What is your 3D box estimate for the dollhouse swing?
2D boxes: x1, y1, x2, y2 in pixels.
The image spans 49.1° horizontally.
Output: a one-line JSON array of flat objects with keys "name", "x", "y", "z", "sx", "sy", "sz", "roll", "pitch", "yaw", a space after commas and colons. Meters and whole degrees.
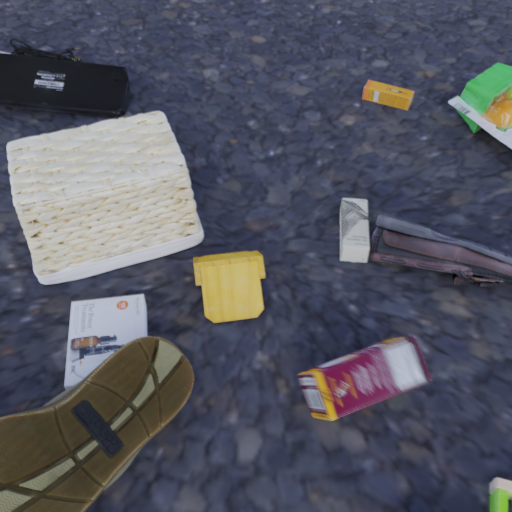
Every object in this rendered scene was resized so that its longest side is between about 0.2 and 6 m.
[{"name": "dollhouse swing", "x": -0.360, "y": 0.417, "z": 7.832, "sx": 0.943, "sy": 0.829, "sz": 0.857, "roll": -7, "pitch": 7, "yaw": -6}]

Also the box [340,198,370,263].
[{"name": "box", "x": 1.473, "y": -0.395, "z": 8.426, "sx": 0.422, "sy": 0.351, "sz": 1.027, "roll": 3, "pitch": 49, "yaw": 3}]

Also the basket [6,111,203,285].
[{"name": "basket", "x": -2.168, "y": -0.908, "z": 8.090, "sx": 2.484, "sy": 1.532, "sz": 1.683, "roll": -15, "pitch": 51, "yaw": -14}]

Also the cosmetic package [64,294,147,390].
[{"name": "cosmetic package", "x": -1.876, "y": 1.112, "z": 7.116, "sx": 0.961, "sy": 0.329, "sz": 1.275, "roll": -5, "pitch": 49, "yaw": -8}]

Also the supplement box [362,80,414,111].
[{"name": "supplement box", "x": 2.556, "y": -3.118, "z": 10.871, "sx": 0.925, "sy": 0.318, "sz": 0.308, "roll": 19, "pitch": 52, "yaw": 18}]

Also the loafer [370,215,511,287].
[{"name": "loafer", "x": 2.729, "y": 0.068, "z": 7.909, "sx": 2.284, "sy": 0.719, "sz": 0.821, "roll": 20, "pitch": 10, "yaw": 15}]

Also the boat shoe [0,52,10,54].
[{"name": "boat shoe", "x": -5.589, "y": -3.641, "z": 11.198, "sx": 1.906, "sy": 0.701, "sz": 0.636, "roll": -4, "pitch": 79, "yaw": -9}]

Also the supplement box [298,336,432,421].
[{"name": "supplement box", "x": 1.234, "y": 1.403, "z": 6.485, "sx": 1.292, "sy": 0.713, "sz": 0.553, "roll": -17, "pitch": 82, "yaw": -15}]

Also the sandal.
[{"name": "sandal", "x": -2.029, "y": 2.011, "z": 5.918, "sx": 3.268, "sy": 0.882, "sz": 1.312, "roll": -34, "pitch": 85, "yaw": -42}]

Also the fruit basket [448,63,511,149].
[{"name": "fruit basket", "x": 4.708, "y": -2.511, "z": 10.119, "sx": 1.846, "sy": 0.934, "sz": 1.993, "roll": -36, "pitch": 73, "yaw": -27}]

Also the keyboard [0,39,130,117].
[{"name": "keyboard", "x": -3.947, "y": -3.368, "z": 10.949, "sx": 3.007, "sy": 0.596, "sz": 1.565, "roll": 6, "pitch": 68, "yaw": -5}]

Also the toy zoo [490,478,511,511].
[{"name": "toy zoo", "x": 2.945, "y": 3.404, "z": 5.133, "sx": 1.535, "sy": 0.239, "sz": 2.339, "roll": 13, "pitch": 49, "yaw": 11}]
